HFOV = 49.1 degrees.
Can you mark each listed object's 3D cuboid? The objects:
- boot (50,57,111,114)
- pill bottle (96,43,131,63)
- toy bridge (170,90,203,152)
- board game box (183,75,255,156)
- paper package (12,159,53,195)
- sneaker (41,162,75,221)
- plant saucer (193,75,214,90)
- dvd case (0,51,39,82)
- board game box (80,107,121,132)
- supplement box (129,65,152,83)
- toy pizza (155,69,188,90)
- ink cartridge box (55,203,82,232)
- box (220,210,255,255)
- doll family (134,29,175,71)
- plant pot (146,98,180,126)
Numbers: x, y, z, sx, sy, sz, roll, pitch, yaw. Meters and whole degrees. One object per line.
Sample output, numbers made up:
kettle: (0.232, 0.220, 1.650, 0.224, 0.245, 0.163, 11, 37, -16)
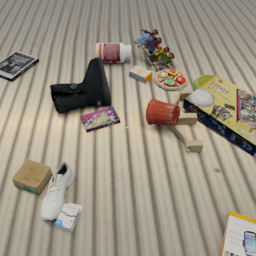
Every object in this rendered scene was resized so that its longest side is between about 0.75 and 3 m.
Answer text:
boot: (-1.925, -1.728, 10.838, 2.166, 0.984, 2.578, -8, 54, -12)
pill bottle: (-0.632, -3.333, 12.443, 1.535, 0.867, 0.867, 0, 47, 0)
toy bridge: (1.952, -0.303, 9.944, 0.971, 0.393, 2.890, -1, 47, 3)
board game box: (3.750, -0.585, 9.974, 2.010, 0.513, 2.967, -35, 60, -26)
paper package: (-2.808, 1.441, 8.278, 0.872, 0.451, 0.831, 15, 49, 13)
sneaker: (-2.025, 1.706, 7.821, 0.656, 0.767, 1.762, 6, 48, 5)
plant saucer: (3.369, -1.774, 11.440, 1.383, 0.215, 1.383, 0, 48, 0)
dvd case: (-4.998, -2.763, 12.359, 1.319, 0.217, 1.755, 21, 51, 18)
board game box: (-0.997, -0.320, 10.115, 1.283, 0.207, 0.770, -17, 45, -15)
supplement box: (0.535, -2.273, 11.833, 0.844, 0.310, 0.532, 28, 53, 23)
toy pizza: (1.816, -2.075, 11.680, 1.391, 0.220, 1.391, 1, 48, -2)
ink cartridge box: (-1.585, 2.347, 7.559, 0.453, 0.265, 0.781, 12, 48, 11)
box: (2.857, 2.969, 6.952, 0.965, 0.336, 1.620, 17, 52, 15)
doll family: (1.230, -3.544, 12.377, 1.214, 0.824, 2.100, -37, 98, -9)
plant pot: (1.222, -0.493, 9.520, 0.918, 0.944, 0.944, 11, 46, 32)
